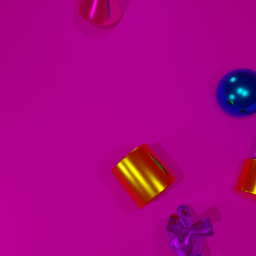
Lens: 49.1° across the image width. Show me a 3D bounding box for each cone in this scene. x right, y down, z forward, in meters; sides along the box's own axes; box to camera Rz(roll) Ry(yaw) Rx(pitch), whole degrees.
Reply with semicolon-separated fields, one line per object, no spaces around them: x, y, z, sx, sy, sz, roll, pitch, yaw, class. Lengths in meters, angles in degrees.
-0.783;-4.273;8.528;1.536;1.541;1.536;5;66;-11;cone

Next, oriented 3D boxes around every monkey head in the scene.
1.568;2.593;6.812;1.247;1.044;1.733;-27;54;21;monkey head

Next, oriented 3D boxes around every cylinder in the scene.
3.377;1.390;7.354;0.916;0.916;0.916;22;76;6;cylinder
0.400;1.230;7.240;1.238;1.238;1.238;-38;77;-10;cylinder

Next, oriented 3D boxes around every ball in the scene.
3.155;-0.974;7.822;1.382;1.382;1.382;0;74;0;ball

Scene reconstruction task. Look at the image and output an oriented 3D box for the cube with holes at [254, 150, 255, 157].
4.078;0.567;7.361;0.923;0.923;0.923;14;76;50;cube with holes
